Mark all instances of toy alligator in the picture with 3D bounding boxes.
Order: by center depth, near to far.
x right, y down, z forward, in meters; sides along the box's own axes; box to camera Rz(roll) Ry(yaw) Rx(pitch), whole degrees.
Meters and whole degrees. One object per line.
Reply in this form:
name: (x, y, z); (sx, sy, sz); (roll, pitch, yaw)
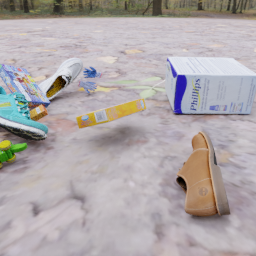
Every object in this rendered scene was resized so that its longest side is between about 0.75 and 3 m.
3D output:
toy alligator: (-3.340, 0.708, 6.730); (1.778, 0.527, 0.482); (-28, 44, -25)

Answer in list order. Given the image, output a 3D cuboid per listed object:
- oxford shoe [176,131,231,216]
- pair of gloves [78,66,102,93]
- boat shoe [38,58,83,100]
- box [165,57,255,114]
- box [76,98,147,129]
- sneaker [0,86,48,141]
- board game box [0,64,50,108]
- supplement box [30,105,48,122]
oxford shoe: (1.519, 0.855, 6.183); (0.953, 0.953, 2.673); (-14, 22, 16)
pair of gloves: (-1.547, -1.950, 11.440); (0.873, 1.086, 0.124); (10, 20, -37)
boat shoe: (-2.563, -1.946, 11.155); (0.840, 0.853, 2.406); (18, 53, 43)
box: (2.936, -1.667, 10.551); (2.789, 1.463, 2.565); (1, 26, -1)
box: (-0.368, -0.451, 7.932); (1.165, 0.406, 1.957); (-12, 8, 38)
sneaker: (-3.325, -0.499, 8.076); (2.857, 1.107, 1.138); (26, 78, 29)
board game box: (-3.649, -1.447, 9.797); (1.773, 0.306, 1.200); (52, 20, 14)
supplement box: (-2.968, -0.363, 8.759); (0.870, 0.289, 0.299); (-28, 60, -1)
